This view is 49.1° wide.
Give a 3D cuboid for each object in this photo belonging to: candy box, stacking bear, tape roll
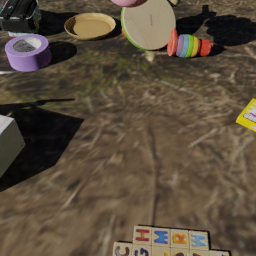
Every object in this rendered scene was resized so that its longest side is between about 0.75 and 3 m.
[{"bbox_3d":[4.040,-0.050,7.441,1.995,0.263,1.020,31,52,26],"label":"candy box"},{"bbox_3d":[2.196,-2.838,9.731,1.456,0.884,0.828,4,51,-5],"label":"stacking bear"},{"bbox_3d":[-3.377,-2.584,9.571,1.416,0.602,1.416,0,48,0],"label":"tape roll"}]

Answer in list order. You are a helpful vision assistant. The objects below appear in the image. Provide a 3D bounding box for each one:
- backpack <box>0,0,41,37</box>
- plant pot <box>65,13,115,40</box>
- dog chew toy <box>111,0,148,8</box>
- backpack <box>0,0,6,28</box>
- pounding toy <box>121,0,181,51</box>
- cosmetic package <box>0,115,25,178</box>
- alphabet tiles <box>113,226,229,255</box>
[{"bbox_3d":[-4.048,-4.279,10.726,1.392,1.180,1.568,0,58,0],"label":"backpack"},{"bbox_3d":[-1.488,-4.004,11.122,1.992,0.274,1.992,0,48,0],"label":"plant pot"},{"bbox_3d":[-0.083,-4.002,7.176,1.414,1.414,2.270,-10,40,-9],"label":"dog chew toy"},{"bbox_3d":[-5.480,-4.556,10.915,1.565,1.375,1.199,7,64,6],"label":"backpack"},{"bbox_3d":[0.671,-4.087,10.438,2.066,1.242,2.676,22,83,-20],"label":"pounding toy"},{"bbox_3d":[-3.644,0.476,6.428,1.687,1.037,1.681,15,49,12],"label":"cosmetic package"},{"bbox_3d":[0.773,2.692,5.015,2.190,0.069,1.822,4,47,4],"label":"alphabet tiles"}]
